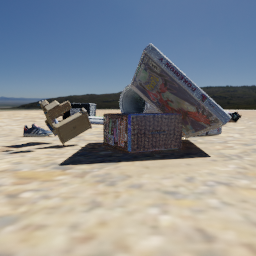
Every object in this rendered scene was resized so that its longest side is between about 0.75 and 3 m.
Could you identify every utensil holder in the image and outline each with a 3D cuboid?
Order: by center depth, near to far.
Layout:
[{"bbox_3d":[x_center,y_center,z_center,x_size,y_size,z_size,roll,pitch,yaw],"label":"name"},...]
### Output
[{"bbox_3d":[1.042,-1.323,15.035,2.323,1.974,1.974,-2,5,-43],"label":"utensil holder"}]

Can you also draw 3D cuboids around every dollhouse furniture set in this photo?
[{"bbox_3d":[-1.554,-0.412,6.507,0.780,1.128,1.195,-31,45,-21],"label":"dollhouse furniture set"}]

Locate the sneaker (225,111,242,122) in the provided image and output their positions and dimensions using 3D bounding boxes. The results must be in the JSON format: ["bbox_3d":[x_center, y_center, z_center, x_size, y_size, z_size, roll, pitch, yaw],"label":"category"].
[{"bbox_3d":[5.187,-0.617,14.270,1.658,0.644,1.159,-5,6,-43],"label":"sneaker"}]

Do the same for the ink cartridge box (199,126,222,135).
[{"bbox_3d":[2.230,-0.215,8.509,1.127,0.818,0.472,-1,5,-10],"label":"ink cartridge box"}]

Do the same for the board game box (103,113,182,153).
[{"bbox_3d":[0.260,0.041,6.080,1.179,0.716,1.478,-2,5,-27],"label":"board game box"}]

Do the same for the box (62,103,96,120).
[{"bbox_3d":[-2.696,-0.902,15.622,1.570,0.973,1.543,0,5,5],"label":"box"}]

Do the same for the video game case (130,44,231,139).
[{"bbox_3d":[0.984,-0.652,6.347,2.098,0.265,2.303,43,-11,1],"label":"video game case"}]

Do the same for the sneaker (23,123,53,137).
[{"bbox_3d":[-2.587,0.050,8.060,0.886,0.374,0.332,0,5,-1],"label":"sneaker"}]

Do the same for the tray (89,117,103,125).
[{"bbox_3d":[-1.280,-0.364,13.439,2.654,0.294,1.425,4,7,41],"label":"tray"}]
